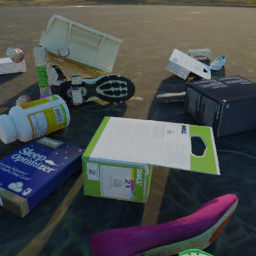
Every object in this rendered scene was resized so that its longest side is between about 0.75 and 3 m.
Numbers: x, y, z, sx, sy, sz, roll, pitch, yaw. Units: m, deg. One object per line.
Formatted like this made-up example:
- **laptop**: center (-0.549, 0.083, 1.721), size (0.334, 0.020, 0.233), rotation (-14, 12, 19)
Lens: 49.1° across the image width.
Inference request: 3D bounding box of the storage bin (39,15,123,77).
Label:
- **storage bin**: center (-1.952, -3.004, 10.762), size (2.666, 1.259, 2.686), rotation (16, 2, -19)

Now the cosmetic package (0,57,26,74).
- **cosmetic package**: center (-5.945, -2.866, 13.044), size (2.173, 0.550, 0.897), rotation (-11, 31, -20)

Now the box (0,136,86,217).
- **box**: center (-1.999, 0.847, 6.414), size (1.506, 0.403, 2.486), rotation (15, 31, 25)

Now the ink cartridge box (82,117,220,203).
- **ink cartridge box**: center (0.518, 0.664, 6.134), size (2.588, 0.980, 1.913), rotation (6, 29, 8)

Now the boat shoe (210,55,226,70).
- **boat shoe**: center (4.437, -3.260, 13.784), size (0.545, 0.495, 1.482), rotation (20, 34, 22)

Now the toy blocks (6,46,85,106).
- **toy blocks**: center (-2.703, -1.706, 9.473), size (2.182, 2.039, 1.836), rotation (-8, 9, -9)

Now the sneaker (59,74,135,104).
- **sneaker**: center (-1.104, -1.483, 10.198), size (2.718, 1.045, 1.204), rotation (-1, 17, -10)

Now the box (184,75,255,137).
- **box**: center (3.095, -0.755, 8.613), size (2.060, 1.073, 1.876), rotation (-10, 29, -17)

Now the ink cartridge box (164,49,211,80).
- **ink cartridge box**: center (2.833, -2.797, 13.014), size (2.006, 0.503, 2.311), rotation (29, 31, 0)

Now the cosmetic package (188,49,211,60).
- **cosmetic package**: center (3.855, -3.975, 15.156), size (1.119, 0.488, 0.578), rotation (-6, 29, -10)

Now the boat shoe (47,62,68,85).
- **boat shoe**: center (-3.122, -2.341, 11.937), size (0.700, 0.689, 1.942), rotation (-18, 33, -30)

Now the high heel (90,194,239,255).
- **high heel**: center (0.672, 1.530, 4.572), size (2.548, 0.859, 1.225), rotation (-24, 47, -31)

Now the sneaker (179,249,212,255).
- **sneaker**: center (0.645, 2.221, 3.393), size (2.892, 1.071, 1.209), rotation (1, 20, -12)

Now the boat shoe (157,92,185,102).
- **boat shoe**: center (1.668, -1.040, 9.962), size (1.279, 0.364, 0.428), rotation (-5, 18, 3)

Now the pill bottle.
- **pill bottle**: center (-2.614, -0.219, 7.705), size (1.789, 0.993, 0.993), rotation (-24, 37, -37)
